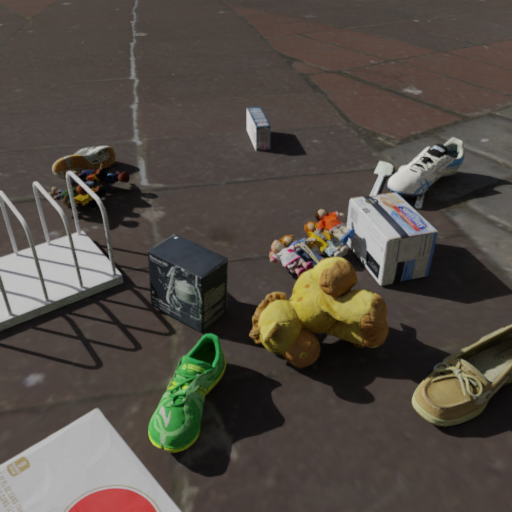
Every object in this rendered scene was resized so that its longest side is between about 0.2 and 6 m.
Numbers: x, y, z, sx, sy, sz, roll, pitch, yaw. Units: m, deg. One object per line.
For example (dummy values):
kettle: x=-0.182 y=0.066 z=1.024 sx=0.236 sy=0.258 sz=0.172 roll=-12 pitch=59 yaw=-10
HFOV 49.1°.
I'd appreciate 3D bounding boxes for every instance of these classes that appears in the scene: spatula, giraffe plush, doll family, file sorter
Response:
spatula: x=3.675 y=-1.845 z=14.076 sx=1.540 sy=0.178 sz=2.215 roll=13 pitch=37 yaw=16
giraffe plush: x=0.803 y=0.991 z=8.957 sx=1.733 sy=1.844 sz=2.137 roll=-39 pitch=57 yaw=-14
doll family: x=-3.856 y=-1.666 z=13.221 sx=1.207 sy=0.820 sz=2.089 roll=-8 pitch=36 yaw=24
file sorter: x=-4.288 y=-0.156 z=10.275 sx=2.848 sy=1.773 sz=1.976 roll=-23 pitch=41 yaw=-29
doll family: x=1.071 y=-0.185 z=11.351 sx=1.839 sy=0.829 sz=1.142 roll=-36 pitch=53 yaw=-16

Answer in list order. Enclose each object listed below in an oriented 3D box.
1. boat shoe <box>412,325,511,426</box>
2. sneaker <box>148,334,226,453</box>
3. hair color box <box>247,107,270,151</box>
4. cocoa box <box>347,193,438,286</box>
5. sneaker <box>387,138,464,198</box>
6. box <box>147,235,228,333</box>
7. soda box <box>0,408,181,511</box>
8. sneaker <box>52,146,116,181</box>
boat shoe: x=3.382 y=1.696 z=8.462 sx=2.507 sy=0.789 sz=0.914 roll=-18 pitch=39 yaw=-24
sneaker: x=-1.012 y=1.905 z=8.116 sx=0.751 sy=0.847 sz=2.027 roll=9 pitch=37 yaw=11
hair color box: x=0.061 y=-3.687 z=16.202 sx=0.448 sy=0.740 sz=1.480 roll=-6 pitch=36 yaw=-8
cocoa box: x=2.638 y=-0.375 z=11.145 sx=1.086 sy=1.104 sz=1.655 roll=-10 pitch=36 yaw=-14
sneaker: x=4.151 y=-2.188 z=13.735 sx=2.661 sy=0.964 sz=0.956 roll=-30 pitch=46 yaw=-32
box: x=-1.181 y=0.469 z=9.779 sx=1.237 sy=1.216 sz=0.767 roll=23 pitch=38 yaw=27
soda box: x=-0.951 y=3.422 z=5.132 sx=1.403 sy=1.311 sz=4.120 roll=-26 pitch=48 yaw=-36
sneaker: x=-4.561 y=-2.398 z=14.576 sx=0.787 sy=0.679 sz=1.796 roll=14 pitch=29 yaw=39
